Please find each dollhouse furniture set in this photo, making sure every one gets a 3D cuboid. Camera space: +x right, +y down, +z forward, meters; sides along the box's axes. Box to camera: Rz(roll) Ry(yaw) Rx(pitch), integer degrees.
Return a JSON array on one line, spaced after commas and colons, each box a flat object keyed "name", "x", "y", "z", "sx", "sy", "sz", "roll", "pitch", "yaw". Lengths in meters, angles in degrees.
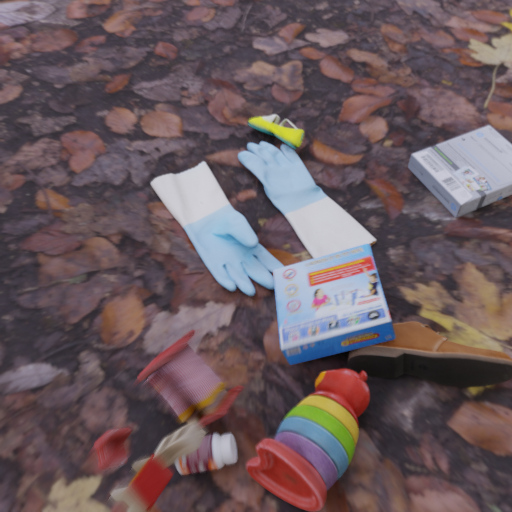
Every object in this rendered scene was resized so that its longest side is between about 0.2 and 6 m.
[{"name": "dollhouse furniture set", "x": -1.215, "y": 2.145, "z": 7.473, "sx": 1.177, "sy": 0.889, "sz": 2.187, "roll": 49, "pitch": 32, "yaw": -5}]

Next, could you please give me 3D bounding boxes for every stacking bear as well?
[{"name": "stacking bear", "x": 0.936, "y": 2.433, "z": 7.998, "sx": 1.145, "sy": 1.223, "sz": 2.013, "roll": 34, "pitch": 52, "yaw": 13}]

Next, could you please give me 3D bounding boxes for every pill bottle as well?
[{"name": "pill bottle", "x": -0.709, "y": 2.798, "z": 7.943, "sx": 0.810, "sy": 0.462, "sz": 0.462, "roll": -13, "pitch": 52, "yaw": 8}]

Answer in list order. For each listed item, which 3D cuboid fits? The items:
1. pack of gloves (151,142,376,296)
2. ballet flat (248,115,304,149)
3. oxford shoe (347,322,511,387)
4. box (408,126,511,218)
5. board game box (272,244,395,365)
[{"name": "pack of gloves", "x": 0.056, "y": -1.046, "z": 10.864, "sx": 3.058, "sy": 0.718, "sz": 3.640, "roll": -26, "pitch": 57, "yaw": -18}, {"name": "ballet flat", "x": 0.464, "y": -2.800, "z": 12.235, "sx": 1.457, "sy": 0.487, "sz": 0.488, "roll": 34, "pitch": 100, "yaw": 32}, {"name": "oxford shoe", "x": 2.772, "y": 1.455, "z": 8.824, "sx": 2.550, "sy": 0.910, "sz": 0.909, "roll": 8, "pitch": 49, "yaw": 8}, {"name": "box", "x": 4.500, "y": -1.795, "z": 11.610, "sx": 2.094, "sy": 0.431, "sz": 1.633, "roll": -23, "pitch": 56, "yaw": -16}, {"name": "board game box", "x": 1.207, "y": 0.757, "z": 9.127, "sx": 1.741, "sy": 0.487, "sz": 1.705, "roll": -16, "pitch": 43, "yaw": 12}]
